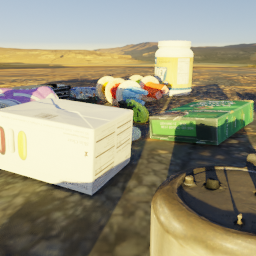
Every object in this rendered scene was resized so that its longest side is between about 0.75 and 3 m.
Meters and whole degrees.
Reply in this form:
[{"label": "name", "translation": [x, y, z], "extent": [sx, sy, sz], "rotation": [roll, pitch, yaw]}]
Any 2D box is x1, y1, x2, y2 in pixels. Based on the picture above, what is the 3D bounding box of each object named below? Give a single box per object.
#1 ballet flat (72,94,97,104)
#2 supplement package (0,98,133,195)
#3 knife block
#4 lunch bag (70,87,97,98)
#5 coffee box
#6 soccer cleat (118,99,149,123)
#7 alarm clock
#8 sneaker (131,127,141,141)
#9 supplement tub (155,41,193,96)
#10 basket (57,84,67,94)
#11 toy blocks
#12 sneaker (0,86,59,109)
[{"label": "ballet flat", "translation": [-1.739, -1.184, 11.229], "extent": [1.111, 0.380, 0.378], "rotation": [4, 16, 16]}, {"label": "supplement package", "translation": [-1.014, 0.175, 4.677], "extent": [1.793, 0.994, 1.396], "rotation": [10, 18, 22]}, {"label": "knife block", "translation": [-3.316, -1.011, 9.622], "extent": [2.729, 0.873, 2.396], "rotation": [-4, 14, -12]}, {"label": "lunch bag", "translation": [-2.044, -1.663, 12.897], "extent": [1.261, 0.477, 1.011], "rotation": [0, 13, -3]}, {"label": "coffee box", "translation": [1.926, -0.247, 6.979], "extent": [1.676, 0.599, 2.725], "rotation": [4, 15, 39]}, {"label": "soccer cleat", "translation": [0.287, -0.572, 8.502], "extent": [0.770, 0.595, 1.841], "rotation": [-4, 15, -22]}, {"label": "alarm clock", "translation": [0.943, 0.974, 2.372], "extent": [1.673, 0.826, 2.481], "rotation": [7, 19, 24]}, {"label": "sneaker", "translation": [-0.164, 0.139, 6.408], "extent": [0.900, 0.339, 0.398], "rotation": [-6, 5, -17]}, {"label": "supplement tub", "translation": [2.193, -2.877, 13.492], "extent": [1.795, 2.481, 1.795], "rotation": [0, 15, 0]}, {"label": "basket", "translation": [-2.926, -1.502, 11.869], "extent": [0.618, 0.679, 1.002], "rotation": [-3, 15, -18]}, {"label": "toy blocks", "translation": [0.415, -1.391, 10.684], "extent": [2.437, 1.062, 2.924], "rotation": [-8, 17, -26]}, {"label": "sneaker", "translation": [-3.045, -0.672, 7.645], "extent": [2.963, 1.074, 1.689], "rotation": [20, 35, 32]}]
